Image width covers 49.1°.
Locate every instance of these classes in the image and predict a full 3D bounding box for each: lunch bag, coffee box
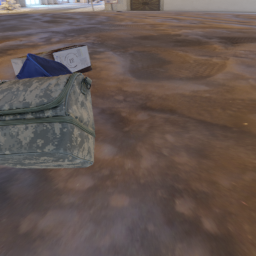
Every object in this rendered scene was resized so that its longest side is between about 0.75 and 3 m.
[{"bbox_3d":[-1.938,-0.184,6.139,2.332,1.956,1.625,-4,-18,17],"label":"lunch bag"},{"bbox_3d":[-2.563,-1.317,9.035,1.429,1.392,2.104,43,17,18],"label":"lunch bag"},{"bbox_3d":[-3.227,-2.706,12.021,2.887,1.152,1.632,-23,25,-29],"label":"coffee box"}]
